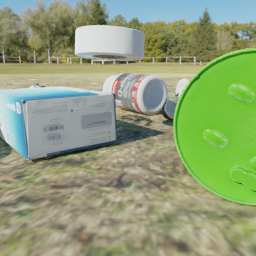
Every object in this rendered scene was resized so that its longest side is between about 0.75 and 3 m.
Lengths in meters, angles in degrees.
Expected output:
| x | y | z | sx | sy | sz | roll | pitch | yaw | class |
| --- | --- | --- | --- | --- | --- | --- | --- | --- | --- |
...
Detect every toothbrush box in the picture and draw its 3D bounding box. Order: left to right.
| x | y | z | sx | sy | sz | roll | pitch | yaw | class |
| --- | --- | --- | --- | --- | --- | --- | --- | --- | --- |
| -1.904 | -0.321 | 6.810 | 2.089 | 1.217 | 2.853 | -10 | 16 | -36 | toothbrush box |

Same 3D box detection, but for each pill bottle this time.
| x | y | z | sx | sy | sz | roll | pitch | yaw | class |
| --- | --- | --- | --- | --- | --- | --- | --- | --- | --- |
| 0.185 | -1.368 | 10.788 | 1.436 | 1.436 | 2.479 | -10 | 17 | -37 | pill bottle |
| 3.302 | -1.583 | 12.276 | 2.161 | 1.184 | 1.184 | -5 | 14 | -19 | pill bottle |

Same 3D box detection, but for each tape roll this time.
| x | y | z | sx | sy | sz | roll | pitch | yaw | class |
| --- | --- | --- | --- | --- | --- | --- | --- | --- | --- |
| -0.409 | -1.876 | 6.352 | 1.577 | 0.552 | 1.577 | 2 | 8 | 0 | tape roll |

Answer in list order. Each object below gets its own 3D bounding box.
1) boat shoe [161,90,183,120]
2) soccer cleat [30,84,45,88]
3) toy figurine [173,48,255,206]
| x | y | z | sx | sy | sz | roll | pitch | yaw | class |
| --- | --- | --- | --- | --- | --- | --- | --- | --- | --- |
| 1.625 | -0.702 | 9.898 | 0.791 | 0.840 | 2.339 | -31 | 4 | 30 | boat shoe |
| -3.133 | -1.070 | 11.352 | 2.340 | 0.817 | 1.010 | 16 | 53 | 17 | soccer cleat |
| 2.442 | 0.110 | 4.581 | 2.750 | 2.065 | 2.531 | 32 | 17 | 25 | toy figurine |
